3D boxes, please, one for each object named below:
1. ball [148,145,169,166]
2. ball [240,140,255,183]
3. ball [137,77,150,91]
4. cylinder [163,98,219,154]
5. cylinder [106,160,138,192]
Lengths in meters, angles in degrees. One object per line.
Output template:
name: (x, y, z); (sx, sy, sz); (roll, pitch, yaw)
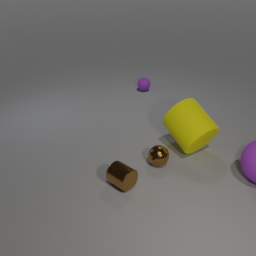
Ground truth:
ball: (1.003, 0.910, 9.212); (0.700, 0.700, 0.700); (0, 29, 0)
ball: (4.086, 1.000, 8.300); (1.400, 1.400, 1.400); (0, 29, 0)
ball: (0.854, -2.352, 15.004); (0.700, 0.700, 0.700); (0, 29, 0)
cylinder: (2.151, -0.069, 9.695); (1.400, 1.400, 1.400); (-19, 61, -30)
cylinder: (-0.176, 1.415, 8.306); (0.700, 0.700, 0.700); (24, 37, 37)
